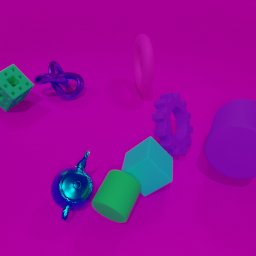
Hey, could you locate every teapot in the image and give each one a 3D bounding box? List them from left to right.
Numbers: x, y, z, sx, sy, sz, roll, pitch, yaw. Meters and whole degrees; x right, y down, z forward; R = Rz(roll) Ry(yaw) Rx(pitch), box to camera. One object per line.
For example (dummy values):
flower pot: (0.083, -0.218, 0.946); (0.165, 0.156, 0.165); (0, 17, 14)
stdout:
teapot: (-1.096, 1.183, 5.786); (0.907, 0.714, 1.459); (22, 65, -13)

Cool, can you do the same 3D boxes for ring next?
ring: (0.475, -2.078, 8.991); (0.358, 1.788, 1.788); (-5, 38, -9)

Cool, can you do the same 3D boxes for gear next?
gear: (1.159, -0.102, 7.060); (0.289, 1.565, 1.565); (-10, 27, 38)

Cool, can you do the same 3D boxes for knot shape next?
knot shape: (-2.400, -1.624, 9.421); (1.520, 0.751, 1.625); (-7, 44, -47)

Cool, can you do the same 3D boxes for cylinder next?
cylinder: (-0.217, 1.344, 5.535); (0.750, 0.750, 0.750); (16, 54, 20)
cylinder: (2.453, 0.206, 6.123); (1.314, 1.314, 1.314); (15, 34, 18)

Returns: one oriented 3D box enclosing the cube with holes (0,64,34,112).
cube with holes: (-3.671, -1.231, 8.690); (0.877, 0.877, 0.877); (47, 48, -9)

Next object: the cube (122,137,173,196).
cube: (0.432, 0.838, 6.131); (0.785, 0.785, 0.785); (-37, 20, 27)
